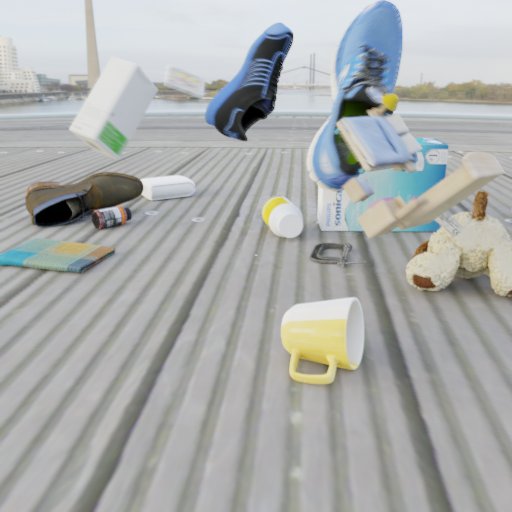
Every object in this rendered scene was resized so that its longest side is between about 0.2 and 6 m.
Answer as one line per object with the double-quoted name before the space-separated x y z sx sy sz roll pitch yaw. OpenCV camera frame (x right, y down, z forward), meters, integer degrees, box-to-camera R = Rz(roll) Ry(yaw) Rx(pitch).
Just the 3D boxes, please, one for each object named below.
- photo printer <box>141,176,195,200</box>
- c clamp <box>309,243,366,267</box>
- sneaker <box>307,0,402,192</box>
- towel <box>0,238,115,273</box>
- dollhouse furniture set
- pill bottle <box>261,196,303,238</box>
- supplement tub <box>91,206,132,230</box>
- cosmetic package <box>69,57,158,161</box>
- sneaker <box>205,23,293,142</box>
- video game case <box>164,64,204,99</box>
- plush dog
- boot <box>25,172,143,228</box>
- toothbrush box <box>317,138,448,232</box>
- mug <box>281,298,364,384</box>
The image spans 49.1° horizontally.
"photo printer" -2.491 -1.952 15.915 1.415 0.492 1.178 -10 21 -26
"c clamp" 1.572 -0.025 10.795 1.063 0.169 1.245 -2 20 10
"sneaker" 2.052 -2.937 10.204 1.398 3.559 1.586 14 -1 -13
"towel" -3.793 0.000 10.646 1.819 0.197 1.334 7 20 15
"dollhouse furniture set" 1.924 -1.481 7.389 1.835 1.944 1.269 -13 -20 -45
"pill bottle" 0.588 -0.827 12.192 0.740 0.740 1.321 -3 19 -10
"supplement tub" -3.296 -0.889 12.843 0.850 0.455 0.455 -16 24 -40
"cosmetic package" -2.838 -2.949 11.229 0.739 1.742 0.938 24 -8 25
"sneaker" 0.119 -3.724 12.179 1.089 2.796 0.981 35 -2 21
"video game case" -1.535 -3.771 12.063 0.840 0.106 0.923 16 41 -17
"plush dog" 3.535 -0.152 9.454 2.028 1.627 1.742 3 -5 9
"boot" -4.059 -1.242 13.430 2.816 1.052 1.365 -10 34 -12
"toothbrush box" 2.760 -1.615 12.630 2.682 1.964 1.144 -1 19 1
"mug" 0.758 0.960 6.836 0.889 0.867 1.082 0 11 24
